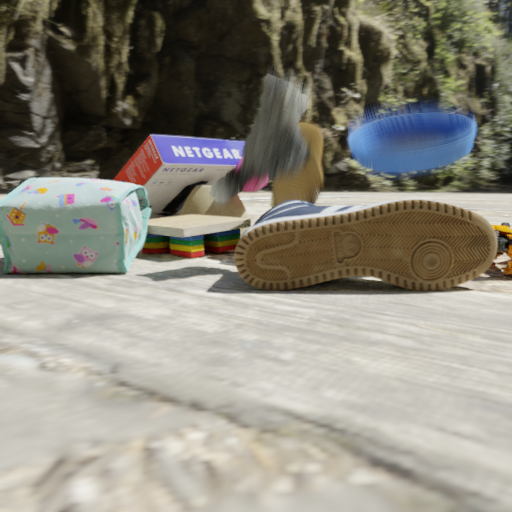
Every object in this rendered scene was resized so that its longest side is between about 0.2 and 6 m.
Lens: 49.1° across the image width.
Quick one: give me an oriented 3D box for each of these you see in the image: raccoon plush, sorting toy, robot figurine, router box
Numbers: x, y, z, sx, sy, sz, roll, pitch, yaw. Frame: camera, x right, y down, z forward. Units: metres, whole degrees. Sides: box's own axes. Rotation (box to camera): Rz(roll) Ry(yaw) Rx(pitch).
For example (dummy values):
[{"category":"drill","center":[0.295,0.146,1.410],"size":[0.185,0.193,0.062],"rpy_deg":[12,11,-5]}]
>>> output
[{"category":"raccoon plush","center":[0.041,-1.771,8.413],"size":[1.978,1.325,0.957],"rpy_deg":[-43,45,-21]},{"category":"sorting toy","center":[-1.330,-0.389,10.973],"size":[1.779,0.623,1.789],"rpy_deg":[7,13,42]},{"category":"robot figurine","center":[4.323,-0.124,8.955],"size":[1.792,0.720,2.472],"rpy_deg":[2,8,13]},{"category":"router box","center":[-2.102,-1.869,14.980],"size":[3.494,0.853,3.135],"rpy_deg":[-9,-22,-47]}]

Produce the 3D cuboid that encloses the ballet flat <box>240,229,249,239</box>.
[{"category":"ballet flat","center":[0.390,-0.299,11.128],"size":[0.607,0.615,1.806],"rpy_deg":[28,26,27]}]

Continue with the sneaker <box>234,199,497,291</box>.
[{"category":"sneaker","center":[1.458,-0.246,8.099],"size":[3.460,1.213,1.877],"rpy_deg":[-3,10,2]}]

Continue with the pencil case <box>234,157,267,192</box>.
[{"category":"pencil case","center":[0.034,-2.199,13.756],"size":[0.854,0.882,1.882],"rpy_deg":[-43,11,31]}]

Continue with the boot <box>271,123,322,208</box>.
[{"category":"boot","center":[0.660,-1.131,10.444],"size":[0.811,2.229,1.732],"rpy_deg":[11,-33,-2]}]

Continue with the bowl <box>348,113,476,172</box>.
[{"category":"bowl","center":[2.521,-1.866,9.144],"size":[1.986,0.390,1.986],"rpy_deg":[-9,27,5]}]

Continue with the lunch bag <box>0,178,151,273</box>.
[{"category":"lunch bag","center":[-2.919,-0.622,9.414],"size":[2.018,1.445,2.369],"rpy_deg":[-1,20,-1]}]

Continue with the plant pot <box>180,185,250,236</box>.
[{"category":"plant pot","center":[-1.089,-1.175,14.319],"size":[1.889,1.268,1.889],"rpy_deg":[-1,8,0]}]
